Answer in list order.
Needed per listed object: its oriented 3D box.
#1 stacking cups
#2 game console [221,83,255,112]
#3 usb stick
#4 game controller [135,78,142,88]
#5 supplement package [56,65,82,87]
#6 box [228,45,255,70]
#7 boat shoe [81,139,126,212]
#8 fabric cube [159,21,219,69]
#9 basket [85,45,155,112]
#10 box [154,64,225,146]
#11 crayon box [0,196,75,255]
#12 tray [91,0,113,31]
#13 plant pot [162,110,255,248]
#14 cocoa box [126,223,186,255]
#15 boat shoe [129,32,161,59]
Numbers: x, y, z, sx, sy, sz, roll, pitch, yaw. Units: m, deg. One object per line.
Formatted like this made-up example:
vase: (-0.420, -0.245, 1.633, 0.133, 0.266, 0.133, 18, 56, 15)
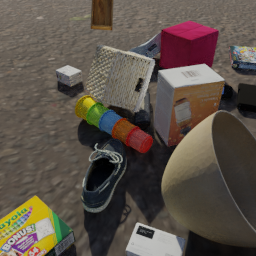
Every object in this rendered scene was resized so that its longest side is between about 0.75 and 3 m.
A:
stacking cups: (-0.481, -0.071, 8.295, 0.802, 0.802, 2.651, -31, 51, -34)
game console: (3.625, -1.232, 10.098, 2.553, 0.308, 1.506, 11, 39, 14)
usb stick: (0.478, -0.632, 9.262, 0.546, 0.321, 1.970, -13, 35, 13)
game controller: (-0.114, -1.913, 11.004, 1.321, 0.278, 0.689, 15, 40, 20)
supplement package: (-2.321, -2.062, 11.043, 0.821, 0.455, 0.640, 26, 44, 31)
box: (5.243, -3.181, 12.590, 1.230, 0.339, 1.800, 7, 38, 9)
boat shoe: (-0.577, 0.953, 6.923, 0.862, 0.712, 2.301, 11, 39, 14)
fabric cube: (2.485, -3.306, 11.706, 1.675, 1.648, 1.680, -28, 46, -29)
basket: (-0.334, -1.652, 8.980, 1.413, 1.741, 1.757, 10, 17, -29)
box: (1.656, -0.640, 7.970, 1.486, 1.952, 1.038, -12, 39, -15)
crayon box: (-2.048, 2.233, 5.480, 1.311, 0.443, 1.520, 29, 46, 32)
tray: (-0.884, -4.141, 9.661, 0.739, 0.277, 1.498, 2, 81, -6)
plant pot: (1.680, 1.151, 5.596, 1.705, 2.540, 2.540, -31, 21, 36)
cocoa box: (0.502, 2.330, 5.207, 0.960, 0.630, 0.640, 14, 40, 17)
boat shoe: (0.722, -3.245, 12.374, 2.500, 0.885, 1.135, -35, 6, -11)
